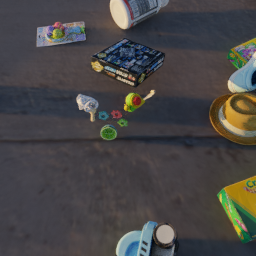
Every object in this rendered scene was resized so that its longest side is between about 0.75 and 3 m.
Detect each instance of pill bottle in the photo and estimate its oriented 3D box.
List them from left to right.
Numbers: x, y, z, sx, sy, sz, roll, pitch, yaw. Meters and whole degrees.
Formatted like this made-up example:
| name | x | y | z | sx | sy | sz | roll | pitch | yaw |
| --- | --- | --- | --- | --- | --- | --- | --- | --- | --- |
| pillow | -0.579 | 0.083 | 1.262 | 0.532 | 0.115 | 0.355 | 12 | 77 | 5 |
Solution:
| name | x | y | z | sx | sy | sz | roll | pitch | yaw |
| --- | --- | --- | --- | --- | --- | --- | --- | --- | --- |
| pill bottle | 0.545 | -5.474 | 12.306 | 2.416 | 1.399 | 1.399 | -33 | 65 | -18 |

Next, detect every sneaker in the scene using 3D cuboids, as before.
| name | x | y | z | sx | sy | sz | roll | pitch | yaw |
| --- | --- | --- | --- | --- | --- | --- | --- | --- | --- |
| sneaker | 5.054 | -2.181 | 10.382 | 2.766 | 1.022 | 1.133 | -43 | 27 | -13 |

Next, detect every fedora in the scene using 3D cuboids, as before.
| name | x | y | z | sx | sy | sz | roll | pitch | yaw |
| --- | --- | --- | --- | --- | --- | --- | --- | --- | --- |
| fedora | 4.039 | -0.515 | 9.663 | 2.290 | 0.934 | 2.290 | 0 | 60 | -1 |

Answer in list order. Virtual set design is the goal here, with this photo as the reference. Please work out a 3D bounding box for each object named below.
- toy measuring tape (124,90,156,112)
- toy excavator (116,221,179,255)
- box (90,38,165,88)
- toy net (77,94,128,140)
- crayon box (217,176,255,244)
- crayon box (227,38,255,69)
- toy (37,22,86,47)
| name | x | y | z | sx | sy | sz | roll | pitch | yaw |
| --- | --- | --- | --- | --- | --- | --- | --- | --- | --- |
| toy measuring tape | 0.391 | -1.119 | 9.961 | 0.568 | 0.568 | 1.544 | 38 | 58 | 20 |
| toy excavator | -0.069 | 3.566 | 7.256 | 2.498 | 1.247 | 2.428 | 5 | 57 | 18 |
| box | 0.050 | -2.474 | 10.316 | 1.886 | 0.546 | 2.373 | 25 | 42 | 17 |
| toy net | -0.876 | -0.420 | 9.131 | 0.995 | 1.897 | 0.366 | -30 | 33 | 24 |
| crayon box | 4.166 | 2.136 | 8.196 | 2.559 | 0.745 | 1.520 | -17 | 61 | -10 |
| crayon box | 5.014 | -3.013 | 11.392 | 1.633 | 0.476 | 0.970 | -26 | 63 | -14 |
| toy | -2.928 | -4.206 | 12.092 | 2.094 | 0.494 | 1.206 | -7 | 59 | -4 |
